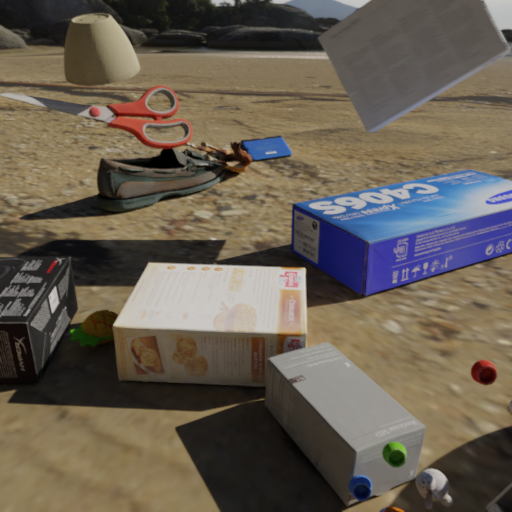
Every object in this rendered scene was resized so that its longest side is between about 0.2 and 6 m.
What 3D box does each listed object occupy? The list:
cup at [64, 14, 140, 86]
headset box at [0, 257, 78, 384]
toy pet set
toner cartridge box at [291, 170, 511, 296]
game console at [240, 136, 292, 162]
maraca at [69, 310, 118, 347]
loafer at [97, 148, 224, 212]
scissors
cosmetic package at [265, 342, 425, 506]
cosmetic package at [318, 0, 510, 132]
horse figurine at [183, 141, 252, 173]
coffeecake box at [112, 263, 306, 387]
[{"bbox_3d":[-1.986,-2.615,6.991,0.947,0.678,0.947,-3,36,2],"label":"cup"},{"bbox_3d":[-3.524,0.718,6.733,2.257,0.872,1.680,-2,25,-2],"label":"headset box"},{"bbox_3d":[1.695,1.794,3.987,1.404,1.504,0.799,42,7,-3],"label":"toy pet set"},{"bbox_3d":[2.847,-0.558,9.467,4.164,0.899,1.978,-13,28,-27],"label":"toner cartridge box"},{"bbox_3d":[0.134,-2.842,15.401,1.295,0.766,1.106,-13,59,-26],"label":"game console"},{"bbox_3d":[-1.952,0.908,6.901,0.495,0.386,0.721,20,28,24],"label":"maraca"},{"bbox_3d":[-1.936,-1.872,12.132,1.222,1.070,3.402,18,30,34],"label":"loafer"},{"bbox_3d":[-1.899,-1.731,7.136,2.420,0.885,0.169,-14,0,-38],"label":"scissors"},{"bbox_3d":[0.768,1.508,5.290,0.802,0.677,1.501,-10,23,-28],"label":"cosmetic package"},{"bbox_3d":[2.544,-3.480,9.242,2.476,1.867,0.640,-27,1,27],"label":"cosmetic package"},{"bbox_3d":[-0.875,-2.446,13.707,1.662,0.626,2.508,8,6,-39],"label":"horse figurine"},{"bbox_3d":[-0.444,0.773,6.735,2.083,0.761,1.599,2,25,4],"label":"coffeecake box"}]
